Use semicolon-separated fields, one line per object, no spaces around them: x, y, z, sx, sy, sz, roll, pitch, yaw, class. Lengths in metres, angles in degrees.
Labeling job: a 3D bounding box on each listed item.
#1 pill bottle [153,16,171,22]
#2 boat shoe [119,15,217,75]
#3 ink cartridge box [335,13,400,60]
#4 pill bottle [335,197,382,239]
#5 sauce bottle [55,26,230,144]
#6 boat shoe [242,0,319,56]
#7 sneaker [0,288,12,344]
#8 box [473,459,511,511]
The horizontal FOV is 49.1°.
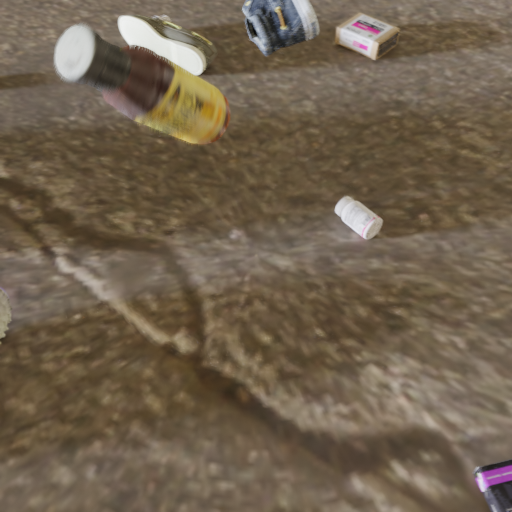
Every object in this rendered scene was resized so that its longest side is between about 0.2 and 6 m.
-2.234;-4.969;12.237;0.765;0.425;0.425;-35;58;-26;pill bottle
-1.838;-4.450;11.594;2.209;0.789;0.660;30;56;15;boat shoe
2.387;-4.734;12.051;1.073;0.403;0.884;33;56;24;ink cartridge box
1.560;-0.594;8.577;0.387;0.387;0.683;-31;57;-24;pill bottle
-0.857;-1.348;4.598;0.592;0.592;1.793;32;14;24;sauce bottle
0.121;-3.864;8.288;0.892;0.695;1.964;-24;67;-2;boat shoe
-4.412;1.156;6.710;1.408;0.985;2.832;29;56;23;sneaker
3.028;2.776;5.842;0.953;0.241;1.332;-10;49;-8;box
